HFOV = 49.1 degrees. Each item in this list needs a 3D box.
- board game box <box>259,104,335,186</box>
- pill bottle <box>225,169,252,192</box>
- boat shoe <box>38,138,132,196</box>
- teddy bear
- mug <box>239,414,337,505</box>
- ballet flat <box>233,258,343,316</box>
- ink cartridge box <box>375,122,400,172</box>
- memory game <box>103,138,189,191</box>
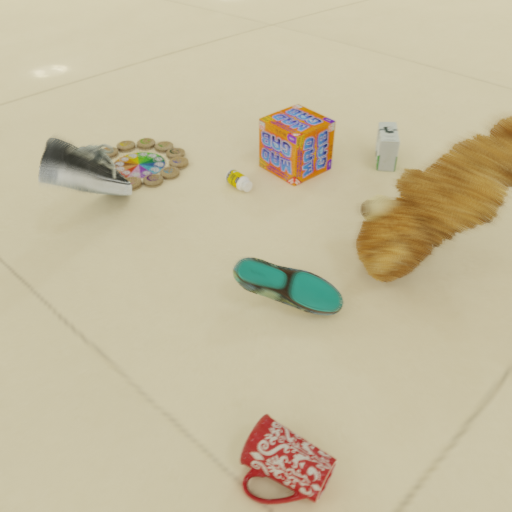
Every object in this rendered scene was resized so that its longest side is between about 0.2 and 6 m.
[{"bbox_3d":[0.957,-2.675,13.414,1.284,1.285,1.284,-28,47,-31],"label":"board game box"},{"bbox_3d":[-0.387,-1.731,12.991,0.357,0.357,0.641,-29,47,-31],"label":"pill bottle"},{"bbox_3d":[-3.412,-1.818,11.520,1.072,0.992,2.904,7,2,19],"label":"boat shoe"},{"bbox_3d":[3.408,-1.232,9.908,4.068,1.358,2.949,-30,25,23],"label":"teddy bear"},{"bbox_3d":[0.394,2.753,7.289,1.097,0.974,0.732,24,8,21],"label":"mug"},{"bbox_3d":[0.540,0.547,9.819,1.973,0.733,0.733,23,41,-1],"label":"ballet flat"},{"bbox_3d":[3.228,-2.712,13.846,0.466,0.823,1.123,4,38,6],"label":"ink cartridge box"},{"bbox_3d":[-2.914,-2.320,13.866,2.450,0.156,2.450,0,40,0],"label":"memory game"}]
